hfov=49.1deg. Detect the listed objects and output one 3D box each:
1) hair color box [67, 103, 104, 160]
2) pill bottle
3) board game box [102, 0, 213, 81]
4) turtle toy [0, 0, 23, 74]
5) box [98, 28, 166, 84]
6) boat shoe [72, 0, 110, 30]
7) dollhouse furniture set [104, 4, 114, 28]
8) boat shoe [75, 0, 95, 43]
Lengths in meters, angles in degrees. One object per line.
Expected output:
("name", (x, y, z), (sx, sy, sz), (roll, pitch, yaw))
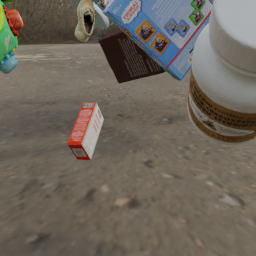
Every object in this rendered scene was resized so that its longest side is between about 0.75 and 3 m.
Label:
("hair color box", (-0.648, 0.043, 4.423), (0.257, 0.426, 0.839), (1, 50, 18))
("pill bottle", (1.443, -0.696, 3.471), (1.310, 1.310, 2.292), (4, -19, 11))
("board game box", (1.038, -2.902, 7.325), (2.754, 2.084, 0.504), (36, 5, -26))
("turtle toy", (-3.171, -2.373, 6.199), (2.131, 2.924, 1.478), (21, 14, 31))
("box", (0.484, -2.800, 9.658), (2.048, 1.699, 1.681), (-5, 32, 38))
("boat shoe", (-0.923, -3.715, 8.475), (0.832, 0.648, 1.833), (-32, 64, -21))
("dollhouse furniture set", (0.034, -4.048, 11.355), (2.457, 2.778, 1.544), (-33, -16, -11))
("boat shoe", (-0.898, -2.457, 6.233), (0.426, 1.180, 0.383), (23, -28, -36))
